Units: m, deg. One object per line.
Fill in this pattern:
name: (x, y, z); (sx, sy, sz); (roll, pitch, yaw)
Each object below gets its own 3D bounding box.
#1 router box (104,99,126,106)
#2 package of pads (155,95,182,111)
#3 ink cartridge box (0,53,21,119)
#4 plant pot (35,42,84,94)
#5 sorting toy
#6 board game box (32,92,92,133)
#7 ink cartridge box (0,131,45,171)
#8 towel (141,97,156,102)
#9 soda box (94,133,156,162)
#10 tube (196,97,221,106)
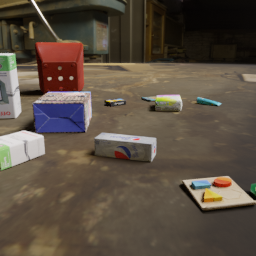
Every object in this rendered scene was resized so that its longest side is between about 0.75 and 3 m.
router box: (-0.598, -1.206, 13.172); (0.842, 0.215, 0.628); (-11, 20, -34)
package of pads: (1.790, -1.108, 12.335); (1.138, 0.502, 1.473); (1, 17, 8)
ink cartridge box: (-5.098, -1.553, 10.525); (1.737, 2.380, 1.000); (-3, 19, -8)
plant pot: (-3.938, -3.279, 16.365); (2.810, 2.813, 2.479); (-3, 30, -11)
sorting toy: (1.852, 1.113, 5.176); (1.440, 0.212, 1.065); (-4, 16, -11)
board game box: (-2.159, -0.594, 9.649); (1.627, 0.988, 2.041); (-1, 17, -2)
ink cartridge box: (-2.768, 0.498, 6.752); (0.885, 0.511, 1.217); (12, 20, 35)
towel: (1.365, -1.518, 14.424); (1.153, 0.125, 0.845); (-9, 19, -28)
soda box: (-0.069, 0.464, 6.948); (1.487, 0.472, 0.508); (5, 17, 17)
tube: (3.802, -1.222, 13.206); (1.111, 0.280, 0.430); (16, 30, 31)
